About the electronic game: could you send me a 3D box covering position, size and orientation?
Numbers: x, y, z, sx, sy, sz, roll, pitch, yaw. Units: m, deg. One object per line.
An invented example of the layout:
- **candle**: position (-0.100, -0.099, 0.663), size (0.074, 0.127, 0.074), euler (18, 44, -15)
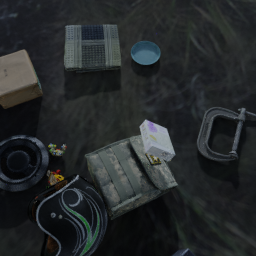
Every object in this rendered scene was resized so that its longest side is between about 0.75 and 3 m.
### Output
- **electronic game**: position (-4.217, 1.325, 10.836), size (2.263, 0.471, 2.263), euler (2, 67, -4)

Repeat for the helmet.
- **helmet**: position (-1.894, 3.038, 9.014), size (2.567, 2.567, 2.447), euler (-30, 96, -12)

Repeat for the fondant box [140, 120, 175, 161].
- **fondant box**: position (0.949, 0.400, 9.215), size (0.929, 0.375, 1.287), euler (22, 33, -26)

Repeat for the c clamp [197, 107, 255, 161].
- **c clamp**: position (4.135, 0.208, 11.399), size (2.388, 0.379, 2.796), euler (24, 68, 10)

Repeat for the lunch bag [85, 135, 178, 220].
- **lunch bag**: position (0.184, 1.606, 10.122), size (2.776, 1.632, 2.277), euler (-22, 65, -17)

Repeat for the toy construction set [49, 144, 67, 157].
- **toy construction set**: position (-2.797, 0.858, 11.151), size (0.757, 0.349, 0.497), euler (-1, 65, 11)

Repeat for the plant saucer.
- **plant saucer**: position (0.824, -3.493, 13.163), size (1.379, 0.189, 1.379), euler (0, 67, 0)

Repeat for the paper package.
- **paper package**: position (-4.924, -2.126, 12.086), size (1.897, 1.030, 1.990), euler (-22, 67, -10)

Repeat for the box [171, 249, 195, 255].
- **box**: position (2.073, 5.021, 8.483), size (1.240, 1.760, 2.378), euler (-38, 72, -16)

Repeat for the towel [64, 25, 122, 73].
- **towel**: position (-1.686, -3.768, 13.221), size (2.625, 0.471, 2.727), euler (-3, 64, -5)

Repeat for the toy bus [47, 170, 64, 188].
- **toy bus**: position (-2.639, 2.007, 10.531), size (0.481, 0.878, 0.930), euler (18, 59, -41)
